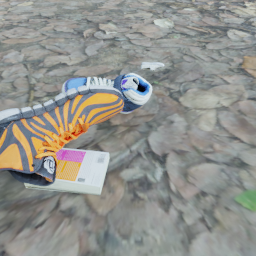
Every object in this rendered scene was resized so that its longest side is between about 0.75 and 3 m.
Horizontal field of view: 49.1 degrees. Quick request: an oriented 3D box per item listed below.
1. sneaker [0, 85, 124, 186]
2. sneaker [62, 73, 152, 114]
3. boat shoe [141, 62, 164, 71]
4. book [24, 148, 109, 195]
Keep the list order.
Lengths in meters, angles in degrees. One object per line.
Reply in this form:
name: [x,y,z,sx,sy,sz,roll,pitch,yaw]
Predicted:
sneaker: [-1.322,0.242,5.575,2.878,1.116,1.612,-19,57,0]
sneaker: [-0.467,-1.084,7.278,2.203,1.613,0.887,14,66,-21]
boat shoe: [0.880,-2.196,10.127,0.846,0.295,0.300,6,-7,12]
book: [-1.274,0.855,6.038,1.587,0.381,1.060,6,38,5]
